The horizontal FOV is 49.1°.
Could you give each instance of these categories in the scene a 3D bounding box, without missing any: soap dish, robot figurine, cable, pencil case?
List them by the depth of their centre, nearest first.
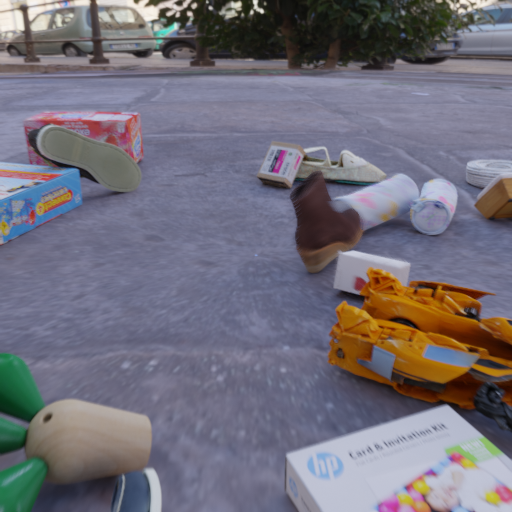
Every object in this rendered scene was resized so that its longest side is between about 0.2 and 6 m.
[{"bbox_3d":[2.574,1.043,6.404,3.189,0.928,2.312,11,27,24],"label":"robot figurine"},{"bbox_3d":[2.387,-1.064,11.310,1.880,0.781,0.853,-23,49,-29],"label":"pencil case"},{"bbox_3d":[3.663,-1.035,11.517,0.811,0.743,1.788,29,30,13],"label":"pencil case"},{"bbox_3d":[5.486,-1.234,11.600,1.485,1.169,0.603,-4,68,-9],"label":"soap dish"},{"bbox_3d":[6.154,-2.083,14.305,1.522,0.527,1.522,-1,22,2],"label":"cable"}]

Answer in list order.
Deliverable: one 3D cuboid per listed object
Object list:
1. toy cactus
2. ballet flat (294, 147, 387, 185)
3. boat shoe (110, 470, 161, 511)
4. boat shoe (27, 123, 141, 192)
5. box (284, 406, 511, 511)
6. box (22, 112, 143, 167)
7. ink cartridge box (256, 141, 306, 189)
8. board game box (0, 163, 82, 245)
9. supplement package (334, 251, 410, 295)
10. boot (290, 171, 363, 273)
[{"bbox_3d":[-2.221,1.696,4.743,2.573,1.594,3.118,11,15,-25],"label":"toy cactus"},{"bbox_3d":[1.986,-2.341,14.463,2.778,0.866,0.937,4,23,9],"label":"ballet flat"},{"bbox_3d":[-1.039,2.334,3.557,0.712,0.863,2.304,8,31,-9],"label":"boat shoe"},{"bbox_3d":[-3.925,-2.282,13.052,0.838,0.992,2.783,17,-5,41],"label":"boat shoe"},{"bbox_3d":[1.516,2.199,4.284,1.804,0.476,2.314,-9,24,-21],"label":"box"},{"bbox_3d":[-4.877,-3.315,16.040,2.956,1.411,1.474,2,23,4],"label":"box"},{"bbox_3d":[0.628,-2.309,14.156,0.883,1.072,0.403,15,-13,35],"label":"ink cartridge box"},{"bbox_3d":[-5.834,-1.182,11.737,3.065,0.857,3.001,7,24,17],"label":"board game box"},{"bbox_3d":[1.744,0.306,8.477,0.947,0.574,0.567,13,11,30],"label":"supplement package"},{"bbox_3d":[1.236,-0.752,9.422,0.660,1.519,1.826,11,40,34],"label":"boot"}]
